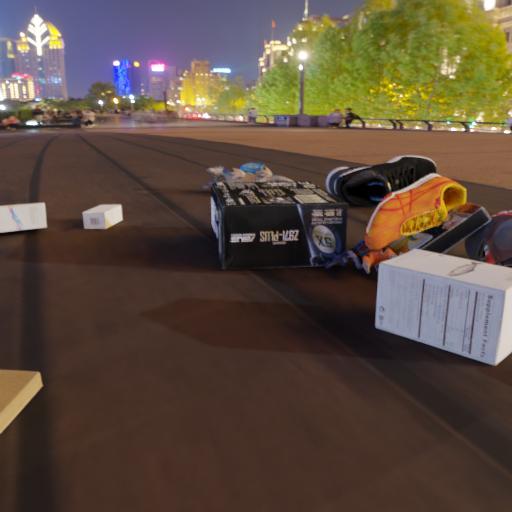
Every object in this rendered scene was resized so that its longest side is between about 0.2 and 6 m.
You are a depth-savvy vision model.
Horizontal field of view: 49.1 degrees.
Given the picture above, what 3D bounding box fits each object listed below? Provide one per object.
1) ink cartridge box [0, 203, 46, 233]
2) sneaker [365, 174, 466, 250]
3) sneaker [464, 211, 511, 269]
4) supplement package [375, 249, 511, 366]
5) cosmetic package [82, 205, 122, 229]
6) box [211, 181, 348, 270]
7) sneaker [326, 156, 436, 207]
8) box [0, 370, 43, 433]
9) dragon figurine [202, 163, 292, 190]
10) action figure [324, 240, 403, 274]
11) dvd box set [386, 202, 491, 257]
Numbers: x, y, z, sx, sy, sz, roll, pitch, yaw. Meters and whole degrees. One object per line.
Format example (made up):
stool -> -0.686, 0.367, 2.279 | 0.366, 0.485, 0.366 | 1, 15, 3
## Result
ink cartridge box -> -4.937, -0.754, 11.248 | 1.247, 0.516, 0.909 | -9, 8, -29
sneaker -> 2.422, -0.671, 8.482 | 1.922, 0.701, 0.741 | -34, 42, -20
sneaker -> 3.427, 0.067, 7.732 | 1.143, 1.076, 2.792 | -11, 14, -5
supplement package -> 2.206, 0.519, 6.337 | 1.455, 0.853, 0.850 | 15, 21, 41
cosmetic package -> -3.294, -0.849, 12.062 | 0.521, 0.375, 0.924 | 0, 17, 7
box -> 0.285, -0.627, 9.962 | 2.039, 1.072, 2.489 | -2, 16, -9
sneaker -> 3.493, -1.829, 14.534 | 3.040, 1.111, 1.700 | -10, 20, -6
box -> -2.848, 1.406, 4.386 | 1.583, 0.206, 1.936 | 1, 15, 3
dragon figurine -> -0.114, -2.206, 16.022 | 2.832, 0.833, 1.408 | -3, 16, -6
action figure -> 1.674, 0.108, 8.739 | 1.088, 0.569, 1.053 | -27, 12, -4
dvd box set -> 2.870, -0.443, 9.268 | 1.388, 0.279, 1.897 | -35, 10, 8
